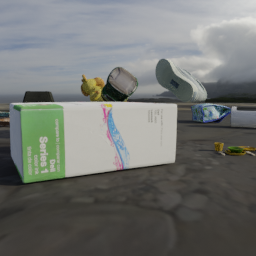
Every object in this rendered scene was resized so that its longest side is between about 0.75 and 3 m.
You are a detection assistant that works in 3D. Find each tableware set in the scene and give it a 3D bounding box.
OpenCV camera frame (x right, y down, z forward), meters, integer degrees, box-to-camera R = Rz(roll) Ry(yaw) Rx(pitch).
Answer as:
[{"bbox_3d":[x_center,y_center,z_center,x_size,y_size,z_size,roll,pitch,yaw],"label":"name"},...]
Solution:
[{"bbox_3d":[2.858,0.469,6.783,1.466,0.225,0.987,0,6,3],"label":"tableware set"}]

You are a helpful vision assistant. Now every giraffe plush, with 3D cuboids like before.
[{"bbox_3d":[-1.412,-1.638,12.801,1.993,1.719,1.616,-12,52,-38],"label":"giraffe plush"}]

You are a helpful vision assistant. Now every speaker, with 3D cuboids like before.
[{"bbox_3d":[5.423,-0.424,11.616,2.155,0.875,0.875,4,8,26],"label":"speaker"}]

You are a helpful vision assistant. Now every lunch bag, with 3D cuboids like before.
[{"bbox_3d":[4.182,-0.788,14.135,1.567,0.999,1.333,-11,9,-11],"label":"lunch bag"}]

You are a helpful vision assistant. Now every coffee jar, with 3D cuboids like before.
[{"bbox_3d":[-0.318,-1.217,8.832,0.901,0.737,1.728,36,-16,-6],"label":"coffee jar"}]

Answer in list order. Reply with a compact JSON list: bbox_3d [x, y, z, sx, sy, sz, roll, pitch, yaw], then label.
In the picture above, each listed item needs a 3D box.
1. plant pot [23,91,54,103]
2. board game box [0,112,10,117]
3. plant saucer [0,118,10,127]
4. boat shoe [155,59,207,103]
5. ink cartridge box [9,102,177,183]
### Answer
[{"bbox_3d":[-4.874,-1.236,15.427,1.788,1.590,1.792,-1,6,-9],"label":"plant pot"},{"bbox_3d":[-7.999,-0.889,18.072,1.871,0.263,1.265,2,7,17],"label":"board game box"},{"bbox_3d":[-5.018,-0.267,12.713,1.841,0.295,1.841,0,6,0],"label":"plant saucer"},{"bbox_3d":[2.114,-1.877,11.392,1.039,1.018,2.918,6,33,-32],"label":"boat shoe"},{"bbox_3d":[-0.759,0.089,5.679,2.895,1.216,2.096,-3,8,-27],"label":"ink cartridge box"}]
